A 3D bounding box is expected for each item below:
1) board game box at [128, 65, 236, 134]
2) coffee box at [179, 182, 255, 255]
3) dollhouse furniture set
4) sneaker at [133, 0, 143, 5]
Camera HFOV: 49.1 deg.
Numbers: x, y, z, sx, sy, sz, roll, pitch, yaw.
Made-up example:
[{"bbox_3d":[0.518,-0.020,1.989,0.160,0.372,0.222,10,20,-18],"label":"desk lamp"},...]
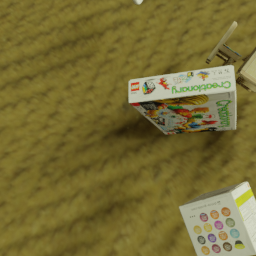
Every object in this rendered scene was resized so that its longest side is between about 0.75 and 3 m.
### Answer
[{"bbox_3d":[1.344,-0.421,6.006,1.812,2.871,0.497,-5,76,20],"label":"board game box"},{"bbox_3d":[1.540,1.476,4.466,0.911,0.913,0.903,-28,75,34],"label":"coffee box"},{"bbox_3d":[3.380,-1.679,6.380,2.439,2.783,1.848,36,105,5],"label":"dollhouse furniture set"},{"bbox_3d":[0.061,-3.648,6.961,0.513,0.436,1.159,1,111,39],"label":"sneaker"}]
